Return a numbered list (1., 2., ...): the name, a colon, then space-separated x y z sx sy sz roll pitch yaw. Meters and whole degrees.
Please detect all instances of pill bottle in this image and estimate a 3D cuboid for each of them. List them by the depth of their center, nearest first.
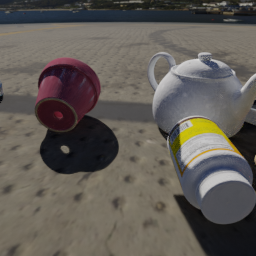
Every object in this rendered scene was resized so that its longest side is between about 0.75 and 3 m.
1. pill bottle: 1.456 0.675 5.134 1.177 1.177 2.155 -1 25 -2

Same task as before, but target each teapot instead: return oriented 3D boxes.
1. teapot: 1.967 -1.061 7.838 2.818 2.058 2.781 0 25 3

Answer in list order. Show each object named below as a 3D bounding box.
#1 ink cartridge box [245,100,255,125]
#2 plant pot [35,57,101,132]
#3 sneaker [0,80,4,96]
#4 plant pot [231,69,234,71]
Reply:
1. ink cartridge box: 4.909 -0.336 8.091 2.448 0.536 2.471 -13 28 -29
2. plant pot: -1.801 -0.838 7.941 1.815 1.815 1.625 3 40 6
3. sneaker: -5.064 -1.326 10.033 0.667 0.704 1.742 1 26 -2
4. plant pot: 3.007 -1.465 9.520 1.013 1.126 1.126 21 -6 21
